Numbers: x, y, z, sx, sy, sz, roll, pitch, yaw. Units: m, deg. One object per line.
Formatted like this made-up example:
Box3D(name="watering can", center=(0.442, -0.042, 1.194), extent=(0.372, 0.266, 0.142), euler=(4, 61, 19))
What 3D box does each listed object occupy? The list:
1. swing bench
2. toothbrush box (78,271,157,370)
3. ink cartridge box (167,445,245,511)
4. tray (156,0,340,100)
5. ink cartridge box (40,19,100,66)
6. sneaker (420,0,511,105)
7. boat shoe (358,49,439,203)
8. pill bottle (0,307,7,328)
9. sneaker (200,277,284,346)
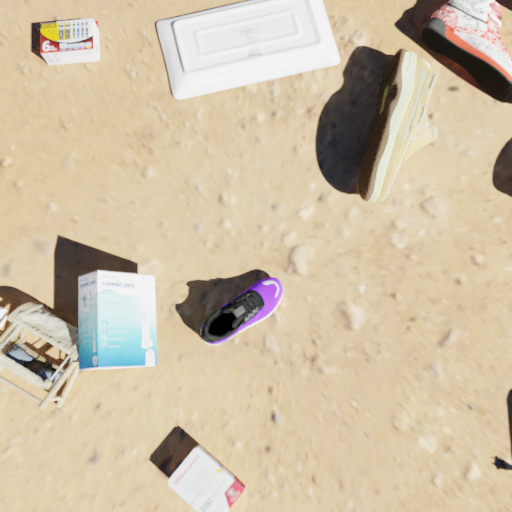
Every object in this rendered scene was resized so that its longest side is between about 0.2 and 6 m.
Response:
Box3D(name="swing bench", center=(-3.812, 1.727, 9.919), extent=(1.421, 0.927, 1.429), euler=(28, 79, 6))
Box3D(name="toothbrush box", center=(-2.428, 1.144, 9.838), extent=(0.701, 1.203, 1.643), euler=(-14, 76, 42))
Box3D(name="ink cartridge box", center=(-0.855, 3.939, 9.670), extent=(1.104, 0.457, 0.804), euler=(40, 81, 8))
Box3D(name="tray", center=(-0.178, -4.489, 11.538), extent=(3.548, 0.393, 1.905), euler=(-14, 79, -3))
Box3D(name="ink cartridge box", center=(-3.817, -4.492, 11.499), extent=(1.087, 0.456, 0.955), euler=(-6, 77, -1))
Box3D(name="sneaker", center=(4.710, -4.272, 11.244), extent=(2.553, 0.853, 1.368), euler=(41, 83, 11))
Box3D(name="boat shoe", center=(2.896, -2.428, 10.772), extent=(1.232, 1.159, 3.234), euler=(19, 78, -8))
Box3D(name="pill bottle", center=(-5.283, 0.902, 10.173), extent=(1.399, 0.775, 0.775), euler=(24, 79, 4))
Box3D(name="sneaker", center=(-0.233, 1.006, 10.082), extent=(1.797, 0.894, 0.625), euler=(-37, 80, -7))
